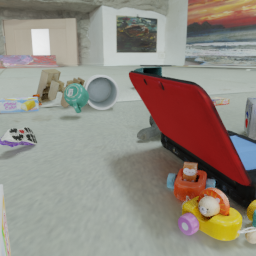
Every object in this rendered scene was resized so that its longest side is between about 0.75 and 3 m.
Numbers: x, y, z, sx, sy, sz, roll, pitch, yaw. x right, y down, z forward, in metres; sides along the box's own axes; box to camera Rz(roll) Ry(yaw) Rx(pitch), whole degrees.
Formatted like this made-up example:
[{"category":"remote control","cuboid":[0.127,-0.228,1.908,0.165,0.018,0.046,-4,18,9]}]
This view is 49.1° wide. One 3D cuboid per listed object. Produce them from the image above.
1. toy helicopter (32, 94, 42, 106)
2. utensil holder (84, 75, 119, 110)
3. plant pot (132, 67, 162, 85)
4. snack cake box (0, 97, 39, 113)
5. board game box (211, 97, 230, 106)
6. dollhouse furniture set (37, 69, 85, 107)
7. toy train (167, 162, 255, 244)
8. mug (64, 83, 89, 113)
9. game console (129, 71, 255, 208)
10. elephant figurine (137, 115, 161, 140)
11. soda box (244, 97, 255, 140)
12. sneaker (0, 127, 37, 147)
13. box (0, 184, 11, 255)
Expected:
[{"category":"toy helicopter","cuboid":[-3.671,-1.005,10.714,0.726,0.433,1.097,-12,7,-10]},{"category":"utensil holder","cuboid":[-1.042,-1.378,10.374,1.212,1.212,1.427,-3,13,-12]},{"category":"plant pot","cuboid":[0.932,-2.764,15.574,1.192,1.192,1.687,-8,13,-26]},{"category":"snack cake box","cuboid":[-3.746,-0.805,9.698,1.232,0.414,0.709,-5,17,-18]},{"category":"board game box","cuboid":[3.440,-1.059,11.034,0.877,0.203,0.664,-8,17,-28]},{"category":"dollhouse furniture set","cuboid":[-2.584,-1.363,11.182,1.924,1.278,1.687,29,24,16]},{"category":"toy train","cuboid":[1.353,0.818,3.475,1.974,0.549,1.483,6,17,24]},{"category":"mug","cuboid":[-1.582,-0.977,8.661,0.856,0.703,0.529,45,-3,23]},{"category":"game console","cuboid":[1.521,-0.103,4.722,2.430,1.674,2.820,-5,16,-15]},{"category":"elephant figurine","cuboid":[1.041,-0.339,6.938,1.711,1.211,1.328,-13,-15,9]},{"category":"soda box","cuboid":[4.213,-0.162,6.446,2.760,0.876,0.942,4,16,15]},{"category":"sneaker","cuboid":[-2.281,0.216,5.829,0.408,0.395,0.979,-30,-14,13]},{"category":"box","cuboid":[-1.060,1.145,1.333,0.934,1.036,1.842,-6,15,-22]}]
